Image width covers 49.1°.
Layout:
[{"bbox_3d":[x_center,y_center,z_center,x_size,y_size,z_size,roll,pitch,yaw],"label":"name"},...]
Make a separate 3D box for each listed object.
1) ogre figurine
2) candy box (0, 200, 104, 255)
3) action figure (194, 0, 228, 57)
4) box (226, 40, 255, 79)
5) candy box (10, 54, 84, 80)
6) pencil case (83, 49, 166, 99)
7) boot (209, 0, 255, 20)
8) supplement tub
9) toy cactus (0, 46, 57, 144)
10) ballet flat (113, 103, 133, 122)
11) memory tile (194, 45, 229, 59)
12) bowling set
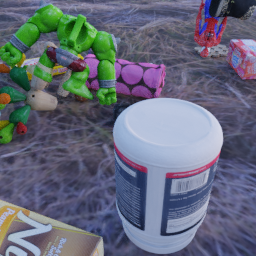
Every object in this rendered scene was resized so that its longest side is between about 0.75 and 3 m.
[{"bbox_3d":[-1.196,-1.558,5.849,2.473,1.483,1.213,26,9,5],"label":"ogre figurine"},{"bbox_3d":[-1.856,2.015,4.218,2.615,0.723,1.510,12,36,18],"label":"candy box"},{"bbox_3d":[2.407,-3.275,7.971,0.856,2.615,0.676,12,-3,1],"label":"action figure"},{"bbox_3d":[4.627,-2.678,10.776,0.982,0.906,1.915,-2,35,-2],"label":"box"},{"bbox_3d":[-3.084,-2.441,10.925,2.734,0.361,1.398,-18,36,-24],"label":"candy box"},{"bbox_3d":[-0.146,-1.770,9.280,2.822,1.281,1.322,15,24,16],"label":"pencil case"},{"bbox_3d":[2.885,-3.558,7.218,1.164,1.541,0.556,2,41,-20],"label":"boot"},{"bbox_3d":[0.574,0.803,4.617,1.585,2.258,1.585,0,35,0],"label":"supplement tub"},{"bbox_3d":[-2.914,-0.944,7.598,2.238,1.387,2.712,8,61,-49],"label":"toy cactus"},{"bbox_3d":[0.547,-0.419,8.056,1.988,0.565,0.661,0,2,-6],"label":"ballet flat"},{"bbox_3d":[3.864,-3.432,12.541,1.578,0.132,1.209,-9,36,-13],"label":"memory tile"},{"bbox_3d":[-1.935,-1.721,8.810,1.748,1.349,2.512,19,8,-18],"label":"bowling set"}]
